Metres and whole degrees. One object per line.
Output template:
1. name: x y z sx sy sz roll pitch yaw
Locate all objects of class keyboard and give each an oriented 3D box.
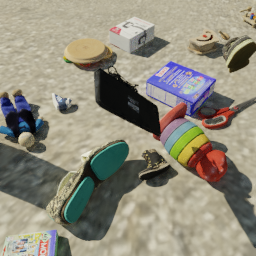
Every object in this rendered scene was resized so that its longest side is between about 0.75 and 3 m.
1. keyboard: -0.028 -0.510 5.738 0.398 2.007 1.045 -19 60 33

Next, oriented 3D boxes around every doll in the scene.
1. doll: -3.280 -0.240 8.323 1.454 0.517 2.132 -17 55 -26

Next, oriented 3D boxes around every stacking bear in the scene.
1. stacking bear: 1.708 0.518 7.295 1.151 1.229 2.023 -33 61 -22

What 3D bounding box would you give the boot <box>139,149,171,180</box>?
1. boot: 0.561 0.935 7.342 0.932 0.341 0.701 -19 51 -22

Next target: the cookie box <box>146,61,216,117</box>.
1. cookie box: 1.729 -1.359 9.270 1.772 0.666 1.516 30 54 25

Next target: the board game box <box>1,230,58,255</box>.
1. board game box: -1.970 2.785 5.445 1.081 0.234 1.606 -6 34 -5

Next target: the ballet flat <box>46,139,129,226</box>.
1. ballet flat: -1.036 1.151 6.889 0.989 0.891 2.627 7 44 39

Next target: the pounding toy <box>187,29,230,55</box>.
1. pounding toy: 3.190 -3.693 11.270 1.660 0.952 0.949 -21 55 -19

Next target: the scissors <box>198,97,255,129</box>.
1. scissors: 3.341 -0.503 8.858 2.412 0.168 0.882 -12 46 -12

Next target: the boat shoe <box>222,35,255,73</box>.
1. boat shoe: 2.152 -1.533 5.623 0.588 1.644 0.540 -28 80 16

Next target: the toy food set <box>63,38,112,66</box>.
1. toy food set: -1.627 -2.980 10.965 1.731 0.425 1.749 25 52 21

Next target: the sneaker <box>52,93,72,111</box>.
1. sneaker: -2.124 -0.893 9.113 0.564 0.310 0.771 -13 45 -21

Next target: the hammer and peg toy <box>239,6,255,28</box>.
1. hammer and peg toy: 5.769 -5.145 12.993 0.933 0.447 1.268 -19 50 -15

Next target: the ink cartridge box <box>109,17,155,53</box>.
1. ink cartridge box: 0.181 -3.920 11.670 1.175 0.674 1.617 33 55 27
